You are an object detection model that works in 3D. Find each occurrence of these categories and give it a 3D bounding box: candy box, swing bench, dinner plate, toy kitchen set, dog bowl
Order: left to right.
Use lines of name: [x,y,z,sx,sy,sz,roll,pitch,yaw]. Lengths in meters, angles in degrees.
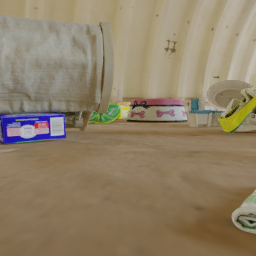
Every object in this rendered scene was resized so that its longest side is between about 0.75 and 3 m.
candy box: [-1.911,-0.029,5.287,1.083,0.493,1.281,-4,7,-32]
swing bench: [-1.883,-0.889,5.620,2.624,1.712,2.638,-3,-7,-22]
dog bowl: [1.292,-0.805,12.727,2.767,1.020,2.767,-1,3,0]
toy kitchen set: [2.312,-0.549,9.422,1.304,0.959,1.628,-2,4,-21]
dinner plate: [2.502,-0.747,6.784,1.163,0.141,1.163,12,-29,7]

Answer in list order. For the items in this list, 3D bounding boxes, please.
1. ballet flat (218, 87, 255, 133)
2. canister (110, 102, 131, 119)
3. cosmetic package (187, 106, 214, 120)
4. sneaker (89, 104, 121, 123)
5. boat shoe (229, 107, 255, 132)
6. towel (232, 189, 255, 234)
ballet flat: [2.587,-0.554,6.176,0.509,1.518,0.507,44,1,-7]
canister: [-0.470,-0.975,15.695,1.682,0.980,2.265,2,6,31]
cosmetic package: [3.842,-0.788,14.739,1.750,0.723,0.443,-4,8,-40]
sneaker: [-1.195,-0.635,10.600,2.045,0.757,0.854,-8,-29,-21]
boat shoe: [3.361,-0.254,7.051,1.998,0.693,0.707,-1,4,-14]
towel: [1.028,0.409,1.522,0.699,0.144,0.937,4,5,34]
